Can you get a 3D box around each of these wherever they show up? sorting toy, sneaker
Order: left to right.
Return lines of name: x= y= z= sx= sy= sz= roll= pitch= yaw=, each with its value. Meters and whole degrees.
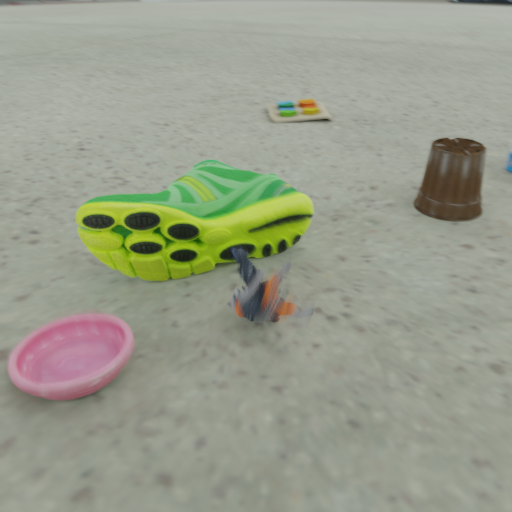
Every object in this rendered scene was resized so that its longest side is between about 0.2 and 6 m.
sneaker: x=-0.891 y=-0.584 z=8.236 sx=3.511 sy=1.300 sz=1.467 roll=-7 pitch=42 yaw=-29
sorting toy: x=1.150 y=-3.976 z=15.238 sx=1.648 sy=0.301 sz=1.525 roll=-1 pitch=30 yaw=-3

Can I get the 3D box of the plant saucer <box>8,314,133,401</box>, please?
plant saucer: x=-1.997 y=1.132 z=6.165 sx=1.327 sy=0.336 sz=1.327 roll=-5 pitch=28 yaw=3

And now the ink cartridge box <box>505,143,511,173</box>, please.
ink cartridge box: x=5.747 y=-1.940 z=11.111 sx=0.837 sy=0.852 sz=1.157 roll=-8 pitch=31 yaw=-14

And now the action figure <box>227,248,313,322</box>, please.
action figure: x=0.026 y=0.424 z=6.667 sx=1.068 sy=1.104 sz=0.577 roll=-22 pitch=19 yaw=44

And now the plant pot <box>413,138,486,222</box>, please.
plant pot: x=3.446 y=-1.374 z=9.801 sx=1.197 sy=1.185 sz=1.197 roll=0 pitch=31 yaw=0
